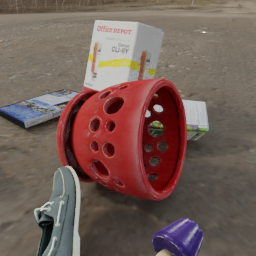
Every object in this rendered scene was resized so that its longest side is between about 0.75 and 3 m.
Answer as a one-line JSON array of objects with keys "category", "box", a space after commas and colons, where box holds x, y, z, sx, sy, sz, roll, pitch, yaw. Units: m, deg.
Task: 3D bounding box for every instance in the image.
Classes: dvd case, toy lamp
[{"category": "dvd case", "box": [-2.732, -0.760, 9.533, 1.982, 0.244, 2.778, 18, 33, 41]}, {"category": "toy lamp", "box": [0.143, 1.907, 3.314, 0.652, 0.652, 2.241, 25, 43, 39]}]

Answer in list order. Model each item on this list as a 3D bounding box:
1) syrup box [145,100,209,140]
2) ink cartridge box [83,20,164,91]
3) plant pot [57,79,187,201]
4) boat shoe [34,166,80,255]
[{"category": "syrup box", "box": [0.929, -0.244, 7.398, 2.137, 0.841, 0.870, 4, 69, -10]}, {"category": "ink cartridge box", "box": [-0.267, -1.780, 8.635, 1.154, 2.766, 2.008, 0, 17, -45]}, {"category": "plant pot", "box": [-0.099, 0.162, 5.646, 2.040, 2.240, 2.240, 4, 25, 33]}, {"category": "boat shoe", "box": [-1.150, 1.405, 4.435, 0.616, 0.726, 1.995, 14, 42, -26]}]
